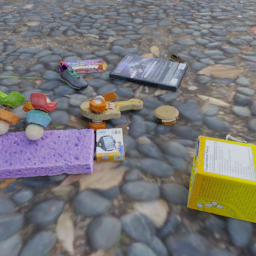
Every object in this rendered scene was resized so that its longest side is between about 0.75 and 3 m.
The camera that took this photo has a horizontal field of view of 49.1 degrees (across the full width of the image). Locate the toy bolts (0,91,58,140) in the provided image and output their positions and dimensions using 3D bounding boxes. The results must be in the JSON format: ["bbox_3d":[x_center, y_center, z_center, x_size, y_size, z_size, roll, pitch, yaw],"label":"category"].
[{"bbox_3d":[-3.052,-0.242,8.623,1.881,1.797,1.304,4,73,28],"label":"toy bolts"}]

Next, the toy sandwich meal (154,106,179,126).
[{"bbox_3d":[1.321,-0.434,9.566,0.916,0.314,0.916,-2,35,2],"label":"toy sandwich meal"}]

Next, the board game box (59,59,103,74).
[{"bbox_3d":[-2.048,-2.705,12.358,1.866,0.181,0.960,-5,41,-6],"label":"board game box"}]

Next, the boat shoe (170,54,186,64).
[{"bbox_3d":[2.280,-3.165,12.810,0.809,0.299,0.299,30,48,31],"label":"boat shoe"}]

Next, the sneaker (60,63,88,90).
[{"bbox_3d":[-2.239,-2.081,11.206,1.577,0.690,0.587,29,48,31],"label":"sneaker"}]

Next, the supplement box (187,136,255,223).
[{"bbox_3d":[2.767,1.272,6.686,2.441,1.336,1.328,10,40,11],"label":"supplement box"}]

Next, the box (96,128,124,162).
[{"bbox_3d":[-0.551,0.444,8.515,0.808,0.281,1.357,-3,42,-4],"label":"box"}]

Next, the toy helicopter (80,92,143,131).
[{"bbox_3d":[-0.561,-0.740,9.693,2.318,0.914,1.533,-11,31,-29],"label":"toy helicopter"}]

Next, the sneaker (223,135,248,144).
[{"bbox_3d":[3.275,0.704,7.897,0.489,0.655,1.459,-32,50,-33],"label":"sneaker"}]

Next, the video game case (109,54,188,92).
[{"bbox_3d":[0.923,-2.437,11.974,2.893,0.274,2.067,14,42,17],"label":"video game case"}]

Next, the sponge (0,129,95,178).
[{"bbox_3d":[-2.403,0.693,8.104,2.806,0.418,1.565,-3,39,-2],"label":"sponge"}]
